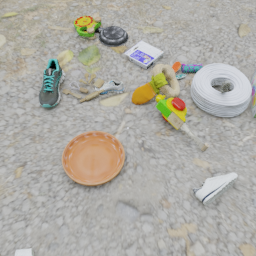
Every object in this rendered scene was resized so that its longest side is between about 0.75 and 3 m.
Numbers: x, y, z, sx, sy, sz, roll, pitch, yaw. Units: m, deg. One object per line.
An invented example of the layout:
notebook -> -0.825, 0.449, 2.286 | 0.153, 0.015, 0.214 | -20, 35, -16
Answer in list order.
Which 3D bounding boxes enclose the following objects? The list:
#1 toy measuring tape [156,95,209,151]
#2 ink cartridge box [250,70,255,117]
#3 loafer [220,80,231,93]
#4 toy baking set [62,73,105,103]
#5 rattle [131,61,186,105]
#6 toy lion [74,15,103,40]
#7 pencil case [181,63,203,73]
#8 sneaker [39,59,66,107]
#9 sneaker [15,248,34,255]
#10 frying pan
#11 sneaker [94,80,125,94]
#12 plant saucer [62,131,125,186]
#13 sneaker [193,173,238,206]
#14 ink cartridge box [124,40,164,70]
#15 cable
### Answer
toy measuring tape -> 2.242, -0.340, 11.232 | 1.064, 1.064, 2.892 | -38, 75, -25
ink cartridge box -> 5.678, -1.251, 11.614 | 0.743, 1.301, 2.506 | 5, 53, 4
loafer -> 3.820, -1.681, 11.057 | 0.343, 0.982, 0.343 | -7, 76, 5
toy baking set -> -1.957, -1.768, 12.633 | 1.854, 0.216, 1.423 | -31, 58, -7
rattle -> 1.480, -2.000, 12.786 | 1.693, 1.858, 2.601 | 34, 36, -8
toy lion -> -2.326, -5.658, 15.505 | 1.580, 0.566, 1.648 | 12, 55, 15
pencil case -> 3.056, -2.885, 13.395 | 1.013, 0.468, 0.431 | -3, 50, -2
sneaker -> -3.449, -2.047, 12.311 | 0.991, 1.166, 2.555 | -1, 53, 0
sneaker -> -3.004, 4.013, 8.156 | 0.577, 0.368, 0.999 | -9, 52, -3
frying pan -> -1.092, -5.347, 15.370 | 1.635, 0.440, 2.703 | -31, 62, -21
sneaker -> -0.841, -1.900, 12.571 | 1.365, 0.592, 0.512 | -6, 54, -3
plant saucer -> -1.256, 1.129, 10.338 | 2.294, 0.429, 2.294 | 0, 53, 0
sneaker -> 3.041, 1.932, 9.631 | 1.692, 0.647, 0.681 | -26, 48, -21
ink cartridge box -> 0.806, -3.696, 14.106 | 1.460, 0.317, 1.446 | 35, 60, 21
cable -> 4.062, -1.681, 12.188 | 2.600, 0.900, 2.600 | 32, 59, 22
